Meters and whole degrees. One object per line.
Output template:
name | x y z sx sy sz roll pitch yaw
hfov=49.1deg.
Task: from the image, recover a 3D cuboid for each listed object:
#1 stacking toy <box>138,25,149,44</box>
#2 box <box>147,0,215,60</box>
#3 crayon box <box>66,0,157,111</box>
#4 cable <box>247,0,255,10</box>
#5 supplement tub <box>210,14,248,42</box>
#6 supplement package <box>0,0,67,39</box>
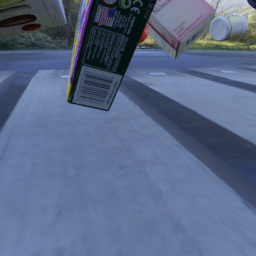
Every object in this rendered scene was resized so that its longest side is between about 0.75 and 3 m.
stacking toy | 0.059 -3.141 7.020 0.977 2.289 0.977 -6 -15 -2
box | 1.309 -3.815 9.197 1.599 2.500 1.362 -43 -10 -3
crayon box | -0.266 -2.180 4.593 0.846 2.902 2.504 11 50 -16
cable | 2.311 -2.322 4.001 0.717 2.302 2.822 -19 25 47
supplement tub | 2.396 -2.383 6.636 0.785 0.569 0.569 -20 26 -29
supplement package | -1.965 -2.438 4.862 1.387 1.020 1.327 -14 -12 -2
